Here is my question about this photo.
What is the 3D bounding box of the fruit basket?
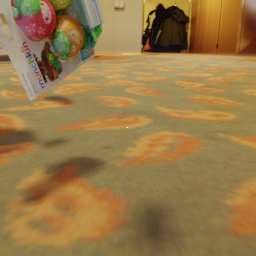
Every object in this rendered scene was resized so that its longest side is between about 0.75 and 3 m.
[{"bbox_3d":[-1.045,-1.536,3.826,0.869,1.718,1.855,-4,28,22],"label":"fruit basket"}]
